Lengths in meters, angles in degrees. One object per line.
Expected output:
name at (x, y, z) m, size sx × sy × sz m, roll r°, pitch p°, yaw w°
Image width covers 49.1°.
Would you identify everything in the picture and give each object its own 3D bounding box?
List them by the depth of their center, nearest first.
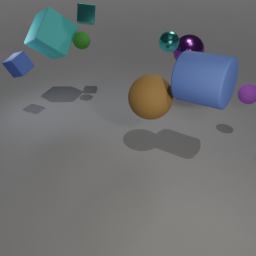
cylinder at (2.107, -1.333, 7.699) m, size 1.400 × 1.400 × 1.400 m, roll 18°, pitch 35°, yaw 30°
ball at (0.702, -0.954, 8.687) m, size 1.400 × 1.400 × 1.400 m, roll 0°, pitch 30°, yaw 0°
ball at (1.403, -2.939, 9.559) m, size 0.700 × 0.700 × 0.700 m, roll 0°, pitch 30°, yaw 0°
ball at (4.191, -1.178, 9.738) m, size 0.700 × 0.700 × 0.700 m, roll 0°, pitch 30°, yaw 0°
cube at (-4.216, -2.444, 10.787) m, size 0.700 × 0.700 × 0.700 m, roll 0°, pitch 44°, yaw 38°
ball at (-1.866, -3.525, 11.273) m, size 0.700 × 0.700 × 0.700 m, roll 0°, pitch 30°, yaw 0°
cube at (-1.689, -4.592, 11.330) m, size 0.700 × 0.700 × 0.700 m, roll 4°, pitch 14°, yaw -8°
cube at (-3.175, -3.836, 11.552) m, size 1.400 × 1.400 × 1.400 m, roll 25°, pitch -10°, yaw -37°
ball at (2.751, -3.516, 12.719) m, size 1.400 × 1.400 × 1.400 m, roll 0°, pitch 30°, yaw 0°
